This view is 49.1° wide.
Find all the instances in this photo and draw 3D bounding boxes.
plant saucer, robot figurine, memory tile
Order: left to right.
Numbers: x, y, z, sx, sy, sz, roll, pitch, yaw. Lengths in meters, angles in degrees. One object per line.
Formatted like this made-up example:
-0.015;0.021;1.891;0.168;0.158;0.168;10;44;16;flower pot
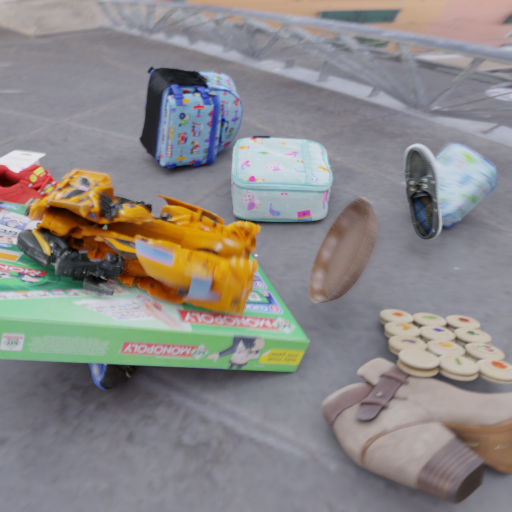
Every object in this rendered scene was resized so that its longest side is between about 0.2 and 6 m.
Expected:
-1.565;-0.289;7.781;3.202;0.932;2.322;18;28;-8;robot figurine
1.339;-0.041;8.492;0.303;1.759;1.759;25;32;-10;plant saucer
2.696;1.246;8.144;1.618;0.177;2.111;5;16;2;memory tile

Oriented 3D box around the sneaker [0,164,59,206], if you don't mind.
-4.265;-1.125;11.299;3.316;1.408;1.277;13;35;19;sneaker

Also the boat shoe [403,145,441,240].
3.161;-1.202;10.620;0.633;1.845;0.522;-10;4;30;boat shoe

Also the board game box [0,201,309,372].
-1.760;0.418;8.188;4.424;0.644;2.977;9;27;-27;board game box

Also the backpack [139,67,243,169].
-1.457;-3.478;14.314;2.584;2.359;1.738;-8;40;-33;backpack

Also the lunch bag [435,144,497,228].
4.099;-1.493;11.774;1.604;0.661;1.289;-46;55;1;lunch bag

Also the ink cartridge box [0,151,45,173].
-5.810;-1.930;13.348;0.959;0.551;1.638;8;34;13;ink cartridge box

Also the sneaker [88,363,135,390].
-2.603;1.160;8.401;1.097;0.967;2.461;-30;42;-11;sneaker

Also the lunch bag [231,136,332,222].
0.597;-1.828;12.691;2.283;1.097;2.847;0;33;1;lunch bag

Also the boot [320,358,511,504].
2.307;1.912;7.105;2.790;0.980;2.040;-13;26;-33;boot
